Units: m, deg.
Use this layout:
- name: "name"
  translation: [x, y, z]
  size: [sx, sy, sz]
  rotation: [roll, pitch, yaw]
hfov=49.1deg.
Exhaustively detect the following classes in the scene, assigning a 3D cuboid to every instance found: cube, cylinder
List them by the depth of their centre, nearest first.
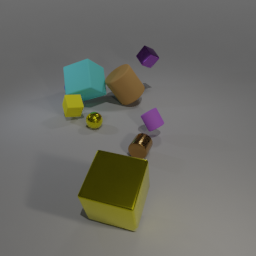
- name: "cube"
  translation: [-0.286, 1.627, 7.307]
  size: [1.400, 1.400, 1.400]
  rotation: [10, 53, 14]
- name: "cylinder"
  translation: [0.450, 0.649, 10.038]
  size: [0.700, 0.700, 0.700]
  rotation: [12, 34, 19]
- name: "cylinder"
  translation: [0.954, -0.328, 10.921]
  size: [0.700, 0.700, 0.700]
  rotation: [-29, 5, 3]
- name: "cube"
  translation: [-2.385, -0.958, 12.104]
  size: [0.700, 0.700, 0.700]
  rotation: [-5, 59, -26]
- name: "cube"
  translation: [-2.009, -2.206, 13.165]
  size: [1.400, 1.400, 1.400]
  rotation: [-12, -12, 24]
- name: "cylinder"
  translation: [-0.145, -2.062, 13.322]
  size: [1.400, 1.400, 1.400]
  rotation: [-29, 31, 19]
- name: "cube"
  translation: [0.963, -3.470, 13.698]
  size: [0.700, 0.700, 0.700]
  rotation: [5, 47, -46]

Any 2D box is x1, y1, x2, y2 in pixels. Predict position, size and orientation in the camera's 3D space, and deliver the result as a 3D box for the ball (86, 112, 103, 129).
- name: "ball"
  translation: [-1.396, -0.320, 11.617]
  size: [0.700, 0.700, 0.700]
  rotation: [0, 32, 0]
